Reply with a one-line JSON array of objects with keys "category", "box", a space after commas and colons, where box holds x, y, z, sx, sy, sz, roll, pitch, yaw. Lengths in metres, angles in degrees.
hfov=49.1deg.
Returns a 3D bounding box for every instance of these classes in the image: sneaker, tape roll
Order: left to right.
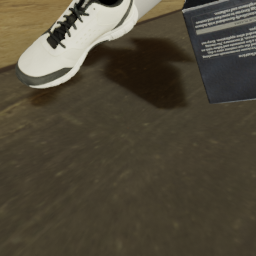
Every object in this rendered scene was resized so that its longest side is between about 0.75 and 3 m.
[{"category": "sneaker", "box": [-0.776, -1.463, 4.079, 2.191, 0.877, 0.808, -43, 77, -12]}, {"category": "tape roll", "box": [-0.102, -3.526, 6.383, 1.392, 2.028, 2.028, -35, 33, 16]}]

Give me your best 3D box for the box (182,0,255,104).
[{"category": "box", "box": [2.104, -2.063, 5.576, 1.318, 2.244, 2.207, -4, 49, 27]}]
